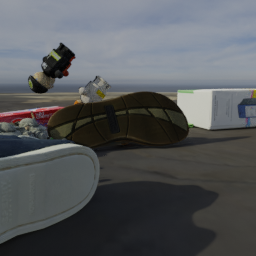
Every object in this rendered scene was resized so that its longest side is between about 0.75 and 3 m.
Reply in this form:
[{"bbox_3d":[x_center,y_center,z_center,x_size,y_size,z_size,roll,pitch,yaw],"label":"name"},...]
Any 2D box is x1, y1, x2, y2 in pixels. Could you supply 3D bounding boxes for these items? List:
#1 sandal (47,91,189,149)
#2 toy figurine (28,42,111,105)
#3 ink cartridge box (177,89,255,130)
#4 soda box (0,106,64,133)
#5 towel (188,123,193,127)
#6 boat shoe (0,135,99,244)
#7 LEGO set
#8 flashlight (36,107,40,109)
[{"bbox_3d":[-0.154,-0.028,5.866,2.931,1.198,0.800,-10,-12,-16],"label":"sandal"},{"bbox_3d":[-2.115,-1.593,10.370,2.654,1.875,2.696,40,2,-16],"label":"toy figurine"},{"bbox_3d":[3.159,-0.674,8.900,2.636,1.153,1.915,-2,8,-19],"label":"ink cartridge box"},{"bbox_3d":[-2.358,-0.083,6.452,1.974,0.626,0.691,-12,15,-42],"label":"soda box"},{"bbox_3d":[1.412,-0.104,8.643,0.758,0.156,1.016,-7,13,-26],"label":"towel"},{"bbox_3d":[-1.393,0.447,2.177,0.827,1.001,2.674,8,11,37],"label":"boat shoe"},{"bbox_3d":[-1.734,0.178,4.528,1.798,0.785,2.769,-5,10,-37],"label":"LEGO set"},{"bbox_3d":[-3.958,-0.880,13.169,0.753,0.255,0.256,-10,11,-43],"label":"flashlight"}]
